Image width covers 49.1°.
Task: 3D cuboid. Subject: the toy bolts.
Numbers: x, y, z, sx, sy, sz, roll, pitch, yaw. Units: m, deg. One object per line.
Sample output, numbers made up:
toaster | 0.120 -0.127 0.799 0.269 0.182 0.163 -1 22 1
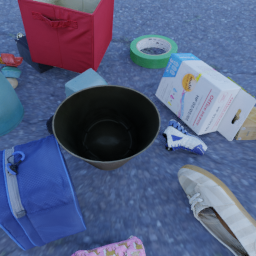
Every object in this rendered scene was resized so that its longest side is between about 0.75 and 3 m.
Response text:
toy bolts | -4.654 -2.066 10.447 1.749 1.213 1.671 6 5 19

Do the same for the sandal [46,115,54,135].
sandal | -1.211 0.260 8.149 2.797 0.599 1.064 21 50 14

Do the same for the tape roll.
tape roll | 1.058 -3.208 11.662 1.951 0.469 1.951 0 46 0

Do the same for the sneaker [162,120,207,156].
sneaker | 1.514 0.458 8.060 1.363 0.551 0.787 39 77 19

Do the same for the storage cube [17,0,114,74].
storage cube | -1.941 -3.669 9.618 2.399 2.523 2.807 15 55 4

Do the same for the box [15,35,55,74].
box | -3.421 -3.181 11.341 1.506 0.861 1.654 -34 55 -28

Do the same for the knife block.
knife block | 3.695 -0.420 8.861 1.900 0.608 1.668 -1 47 -1

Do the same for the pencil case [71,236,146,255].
pencil case | -0.399 2.742 5.815 1.521 0.630 0.658 -12 40 -10

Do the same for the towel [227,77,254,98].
towel | 3.883 -1.404 10.160 0.593 0.124 1.378 -19 49 -19

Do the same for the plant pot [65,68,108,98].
plant pot | -1.171 -0.979 9.098 1.192 1.167 1.170 35 55 22

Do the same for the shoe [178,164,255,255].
shoe | 2.056 1.927 6.348 0.750 0.982 2.809 -25 53 -28

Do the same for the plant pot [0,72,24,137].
plant pot | -4.439 -0.987 8.533 2.009 1.888 2.009 0 47 0

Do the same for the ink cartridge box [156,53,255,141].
ink cartridge box | 2.216 -0.942 8.556 0.944 1.603 2.784 -10 44 -35

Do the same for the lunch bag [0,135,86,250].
lunch bag | -1.961 1.389 5.847 1.629 2.461 1.672 -18 51 -12

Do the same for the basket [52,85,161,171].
basket | -0.466 0.200 6.618 2.132 2.364 1.608 -3 75 -4

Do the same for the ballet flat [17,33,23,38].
ballet flat | -4.655 -3.835 12.332 0.439 0.371 1.160 -25 52 -24
